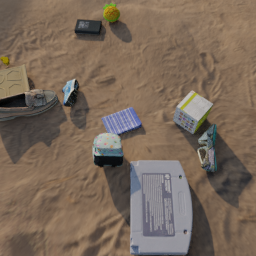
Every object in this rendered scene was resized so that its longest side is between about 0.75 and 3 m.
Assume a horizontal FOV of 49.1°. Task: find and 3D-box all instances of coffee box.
[{"bbox_3d":[2.276,-0.540,9.874,0.916,0.924,0.926,37,67,19],"label":"coffee box"}]

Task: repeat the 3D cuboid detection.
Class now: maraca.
[{"bbox_3d":[-0.767,-5.267,12.746,0.757,0.591,1.104,-13,65,-3],"label":"maraca"}]

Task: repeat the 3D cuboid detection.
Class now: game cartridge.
[{"bbox_3d":[0.988,2.335,8.500,1.854,0.569,2.786,-1,61,4],"label":"game cartridge"}]

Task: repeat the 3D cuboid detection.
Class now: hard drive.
[{"bbox_3d":[-1.776,-4.542,12.570,1.121,0.184,0.782,5,61,3],"label":"hard drive"}]

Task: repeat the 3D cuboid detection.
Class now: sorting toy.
[{"bbox_3d":[-4.805,-1.938,11.065,1.714,0.308,2.300,-17,62,-5],"label":"sorting toy"}]

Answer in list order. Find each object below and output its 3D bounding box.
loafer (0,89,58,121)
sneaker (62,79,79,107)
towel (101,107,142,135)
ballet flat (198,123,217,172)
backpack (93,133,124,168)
[{"bbox_3d":[-3.801,-0.913,10.173,2.458,0.773,0.884,-18,62,-10],"label":"loafer"},{"bbox_3d":[-2.253,-1.305,10.672,0.548,0.478,1.219,-3,55,20],"label":"sneaker"},{"bbox_3d":[-0.226,-0.228,10.150,1.256,0.150,0.909,-21,62,-11],"label":"towel"},{"bbox_3d":[2.672,0.604,9.435,0.647,0.647,1.798,8,60,5],"label":"ballet flat"},{"bbox_3d":[-0.665,0.641,9.163,1.006,0.878,1.145,-1,29,-9],"label":"backpack"}]
